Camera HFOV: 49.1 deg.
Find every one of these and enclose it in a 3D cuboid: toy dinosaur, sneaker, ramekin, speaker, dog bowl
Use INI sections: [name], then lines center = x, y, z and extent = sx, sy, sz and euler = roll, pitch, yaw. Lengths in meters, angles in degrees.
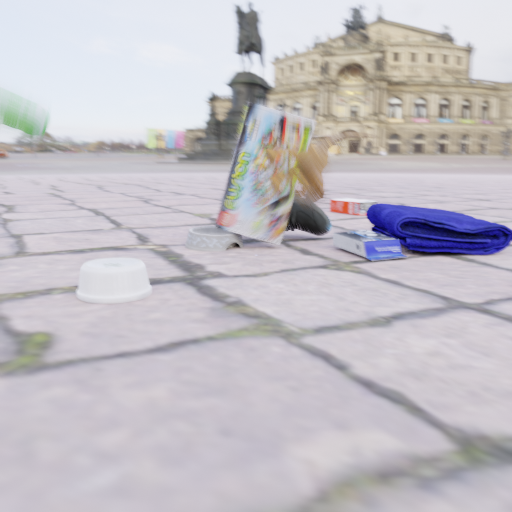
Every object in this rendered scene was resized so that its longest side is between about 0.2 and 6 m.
[toy dinosaur]
center = 0.825, -1.464, 8.519
extent = 1.234, 0.702, 2.324
euler = -10, -14, -8
[sneaker]
center = 0.366, -0.780, 11.265
extent = 2.278, 0.933, 0.834
euler = 21, -26, 9
[ramekin]
center = -1.750, 0.283, 6.878
extent = 0.897, 0.418, 0.897
euler = -1, 11, 0
[speaker]
center = -4.211, -2.503, 9.518
extent = 0.599, 0.599, 1.355
euler = 6, -5, 28
[dog bowl]
center = -0.774, -0.329, 10.457
extent = 1.107, 0.325, 1.107
euler = 2, 13, -1

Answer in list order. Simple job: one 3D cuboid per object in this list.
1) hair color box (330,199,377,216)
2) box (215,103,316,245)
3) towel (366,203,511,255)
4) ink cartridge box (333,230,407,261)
[hair color box]
center = 2.789, -1.413, 16.145
extent = 0.705, 0.406, 1.271
euler = -6, 10, -30
[box]
center = 0.139, -1.446, 10.007
extent = 1.247, 2.266, 0.393
euler = 14, 13, -7
[towel]
center = 3.322, -0.499, 10.730
extent = 2.057, 0.690, 2.786
euler = 7, 10, -1
[ink cartridge box]
center = 1.945, -0.203, 9.676
extent = 0.706, 0.278, 1.419
euler = -5, 14, -19
